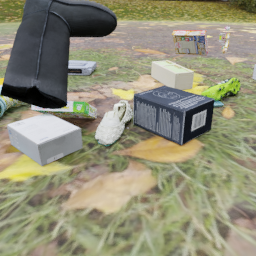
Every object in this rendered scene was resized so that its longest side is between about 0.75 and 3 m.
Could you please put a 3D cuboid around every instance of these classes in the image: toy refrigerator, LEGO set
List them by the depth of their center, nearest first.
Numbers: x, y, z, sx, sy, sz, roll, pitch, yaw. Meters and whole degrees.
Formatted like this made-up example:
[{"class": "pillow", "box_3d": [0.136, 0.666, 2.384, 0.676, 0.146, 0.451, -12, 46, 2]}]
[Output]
[{"class": "LEGO set", "box_3d": [2.628, -2.376, 7.715, 0.284, 0.764, 0.352, 10, -4, 22]}, {"class": "toy refrigerator", "box_3d": [1.963, -2.481, 12.776, 0.911, 0.839, 2.399, -9, 26, -17]}]

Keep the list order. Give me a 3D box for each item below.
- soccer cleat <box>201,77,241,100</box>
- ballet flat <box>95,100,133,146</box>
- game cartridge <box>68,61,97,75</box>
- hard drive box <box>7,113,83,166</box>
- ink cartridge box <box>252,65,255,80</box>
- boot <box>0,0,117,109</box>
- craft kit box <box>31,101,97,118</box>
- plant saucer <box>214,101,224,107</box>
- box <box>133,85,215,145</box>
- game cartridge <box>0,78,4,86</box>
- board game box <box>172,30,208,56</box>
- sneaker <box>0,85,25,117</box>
[{"class": "soccer cleat", "box_3d": [3.706, -1.543, 11.042, 2.133, 0.720, 0.864, -21, 15, -40]}, {"class": "ballet flat", "box_3d": [-0.418, -0.271, 8.305, 0.780, 0.780, 2.174, 7, 27, 14]}, {"class": "game cartridge", "box_3d": [-2.955, -3.185, 14.740, 2.445, 0.508, 1.628, 3, 21, 6]}, {"class": "hard drive box", "box_3d": [-2.180, 0.224, 7.338, 1.595, 0.612, 1.243, 22, 33, 40]}, {"class": "ink cartridge box", "box_3d": [6.498, -2.645, 13.283, 0.964, 0.703, 0.399, -3, 23, -9]}, {"class": "boot", "box_3d": [-1.147, -1.412, 5.195, 1.895, 0.754, 2.298, 7, 57, -13]}, {"class": "craft kit box", "box_3d": [-1.861, -0.564, 8.520, 1.551, 0.381, 1.570, 0, -4, 6]}, {"class": "plant saucer", "box_3d": [2.768, -0.842, 10.179, 1.321, 0.125, 0.462, -5, 26, -8]}, {"class": "box", "box_3d": [1.302, -0.465, 8.304, 1.428, 1.030, 1.924, -21, 33, -37]}, {"class": "game cartridge", "box_3d": [-5.508, -1.865, 12.219, 1.585, 0.257, 1.397, -21, 33, -33]}, {"class": "board game box", "box_3d": [2.004, -2.737, 9.016, 1.063, 0.805, 0.246, 11, 59, 27]}, {"class": "sneaker", "box_3d": [-4.056, -0.901, 9.370, 2.444, 0.972, 1.595, -22, 30, -21]}]
